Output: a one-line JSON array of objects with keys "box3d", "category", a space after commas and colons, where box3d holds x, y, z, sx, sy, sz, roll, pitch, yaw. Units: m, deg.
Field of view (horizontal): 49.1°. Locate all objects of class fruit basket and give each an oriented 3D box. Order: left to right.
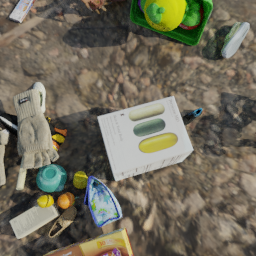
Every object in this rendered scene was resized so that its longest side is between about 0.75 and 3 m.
[{"box3d": [1.394, -4.103, 9.920, 3.079, 2.221, 3.079, 3, 59, -5], "category": "fruit basket"}]

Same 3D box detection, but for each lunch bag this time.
[{"box3d": [-0.825, 2.199, 8.540, 0.926, 1.235, 1.453, -21, 75, -7], "category": "lunch bag"}]

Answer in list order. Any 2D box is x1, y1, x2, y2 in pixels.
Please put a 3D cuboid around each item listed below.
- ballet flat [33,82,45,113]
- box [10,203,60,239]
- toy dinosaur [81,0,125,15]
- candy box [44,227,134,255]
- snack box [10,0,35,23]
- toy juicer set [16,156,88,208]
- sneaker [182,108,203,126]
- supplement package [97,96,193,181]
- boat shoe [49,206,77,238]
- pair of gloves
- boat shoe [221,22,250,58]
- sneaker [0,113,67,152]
[{"box3d": [-3.182, -1.131, 9.990, 0.441, 0.441, 1.271, -9, 73, -3], "category": "ballet flat"}, {"box3d": [-2.883, 2.809, 8.724, 1.328, 0.516, 0.631, -28, 75, -8], "category": "box"}, {"box3d": [-0.690, -5.398, 10.951, 2.945, 1.264, 1.996, -10, 82, -18], "category": "toy dinosaur"}, {"box3d": [-1.065, 3.979, 8.014, 2.526, 0.713, 1.473, -19, 77, 5], "category": "candy box"}, {"box3d": [-4.208, -4.847, 11.257, 0.475, 0.161, 1.322, 23, 74, 7], "category": "snack box"}, {"box3d": [-2.569, 1.785, 8.889, 2.360, 0.642, 1.501, 19, 57, 6], "category": "toy juicer set"}, {"box3d": [2.213, -0.423, 9.793, 0.912, 0.374, 0.334, -36, 77, -9], "category": "sneaker"}, {"box3d": [0.470, 0.394, 8.797, 2.370, 1.785, 1.799, -16, 74, -5], "category": "supplement package"}, {"box3d": [-2.032, 2.958, 8.760, 0.401, 0.363, 1.125, 35, 76, 10], "category": "boat shoe"}, {"box3d": [-3.777, 0.395, 9.086, 2.980, 0.522, 2.534, -25, 76, 15], "category": "pair of gloves"}, {"box3d": [3.978, -3.346, 10.651, 0.541, 0.627, 1.743, 27, 70, 34], "category": "boat shoe"}, {"box3d": [-3.181, -0.040, 9.530, 2.323, 0.812, 1.045, 28, 63, 6], "category": "sneaker"}]
